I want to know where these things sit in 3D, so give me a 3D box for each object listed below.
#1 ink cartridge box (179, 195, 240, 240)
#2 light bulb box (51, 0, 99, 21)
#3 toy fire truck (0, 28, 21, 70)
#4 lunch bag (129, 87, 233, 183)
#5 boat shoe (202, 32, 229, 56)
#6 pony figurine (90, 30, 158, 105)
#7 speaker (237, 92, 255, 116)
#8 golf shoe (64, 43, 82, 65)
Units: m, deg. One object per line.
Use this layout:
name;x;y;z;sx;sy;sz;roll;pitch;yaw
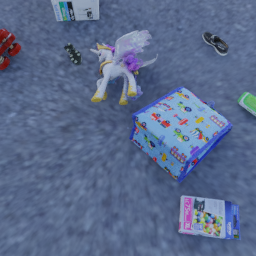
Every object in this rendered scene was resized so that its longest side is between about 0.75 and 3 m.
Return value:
ink cartridge box;1.895;2.053;6.424;1.386;0.291;0.827;7;63;2
light bulb box;-1.741;-4.467;9.454;1.471;0.918;1.458;-3;62;-2
toy fire truck;-3.977;-2.422;8.515;1.098;0.733;1.307;30;81;42
lunch bag;1.492;-0.111;7.211;2.354;1.107;1.772;-37;65;-27
boat shoe;2.785;-2.756;8.897;0.394;0.321;1.065;-26;65;-13
pony figurine;-0.149;-1.683;7.782;1.916;1.653;1.985;-7;68;12
speaker;3.519;-0.581;7.718;0.421;0.421;0.951;-41;69;-19
golf shoe;-1.591;-2.198;8.502;0.352;0.401;0.911;-34;63;5
